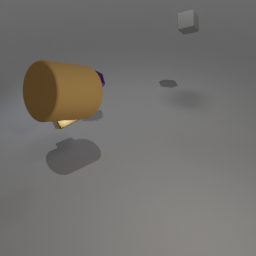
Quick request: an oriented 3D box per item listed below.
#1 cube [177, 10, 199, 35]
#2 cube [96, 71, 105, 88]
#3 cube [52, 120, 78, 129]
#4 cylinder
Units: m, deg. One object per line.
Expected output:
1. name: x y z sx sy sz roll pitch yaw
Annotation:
1. cube: 2.544 -4.454 11.846 0.700 0.700 0.700 -3 -4 32
2. cube: -1.358 -1.698 10.374 0.700 0.700 0.700 21 34 -31
3. cube: -1.959 -0.422 8.462 0.700 0.700 0.700 -30 13 -23
4. cylinder: -1.581 -0.880 6.866 1.400 1.400 1.400 25 20 34
